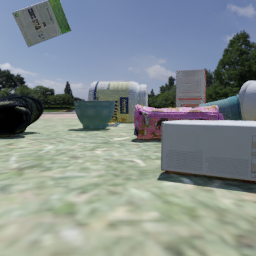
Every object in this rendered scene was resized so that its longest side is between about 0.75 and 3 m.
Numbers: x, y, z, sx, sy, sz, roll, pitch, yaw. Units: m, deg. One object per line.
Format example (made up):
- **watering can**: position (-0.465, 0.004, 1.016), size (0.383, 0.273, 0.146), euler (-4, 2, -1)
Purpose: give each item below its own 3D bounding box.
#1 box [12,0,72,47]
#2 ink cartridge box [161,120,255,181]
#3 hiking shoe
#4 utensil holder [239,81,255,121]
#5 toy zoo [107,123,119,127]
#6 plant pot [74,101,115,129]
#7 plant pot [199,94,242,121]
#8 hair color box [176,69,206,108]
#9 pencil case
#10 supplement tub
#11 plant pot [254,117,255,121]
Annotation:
- **box**: position (-2.927, -3.644, 9.631), size (1.648, 1.189, 0.299), euler (-24, 30, -10)
- **ink cartridge box**: position (1.269, 0.202, 3.353), size (1.394, 0.584, 1.223), euler (2, 5, 30)
- **hiking shoe**: position (-3.092, -0.234, 7.622), size (1.501, 1.129, 2.983), euler (11, 16, 20)
- **utensil holder**: position (5.612, -0.889, 10.602), size (1.840, 1.840, 2.166), euler (-3, 8, -38)
- **toy zoo**: position (-0.924, -0.127, 11.307), size (1.199, 0.123, 0.787), euler (-1, 4, -19)
- **plant pot**: position (-1.200, -0.478, 10.129), size (1.483, 0.993, 1.483), euler (0, 5, 0)
- **plant pot**: position (2.675, -0.334, 8.140), size (1.112, 1.135, 1.135), euler (-7, 2, 17)
- **hair color box**: position (3.271, -1.638, 14.531), size (1.474, 2.658, 0.850), euler (1, 5, 20)
- **pencil case**: position (1.148, -0.146, 6.588), size (2.022, 0.837, 0.875), euler (1, 21, 5)
- **supplement tub**: position (-0.475, -1.413, 15.061), size (2.986, 2.165, 2.165), euler (1, 4, 7)
- **plant pot**: position (3.688, -0.447, 6.345), size (1.699, 1.482, 1.699), euler (1, 5, 0)
